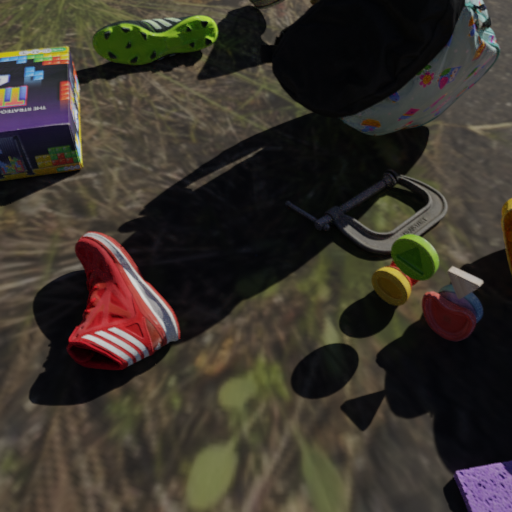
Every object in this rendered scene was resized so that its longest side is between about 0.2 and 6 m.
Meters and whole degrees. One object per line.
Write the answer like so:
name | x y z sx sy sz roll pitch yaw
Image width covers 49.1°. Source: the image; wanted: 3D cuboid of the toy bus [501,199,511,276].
toy bus | 4.630 -0.792 7.407 2.678 1.817 2.571 -13 33 23

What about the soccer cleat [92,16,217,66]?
soccer cleat | -2.216 -4.792 12.367 2.720 0.918 1.103 -12 29 -12

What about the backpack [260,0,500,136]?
backpack | 2.314 -3.399 9.114 3.762 3.139 2.381 -23 83 -55

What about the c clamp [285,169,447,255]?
c clamp | 1.840 -0.800 8.745 2.133 0.289 1.822 -27 52 -24

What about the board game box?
board game box | -4.977 -2.481 9.900 3.518 0.998 2.908 -10 45 -10

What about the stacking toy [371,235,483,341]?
stacking toy | 2.265 0.271 7.023 1.428 1.293 0.603 37 57 26

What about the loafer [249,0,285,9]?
loafer | 0.836 -6.968 13.089 3.276 1.030 1.178 -11 71 44

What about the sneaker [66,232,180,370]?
sneaker | -2.025 0.564 7.058 1.221 0.828 2.115 -32 52 -29

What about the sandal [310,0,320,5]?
sandal | 2.672 -6.448 13.729 3.094 1.243 0.836 -23 85 -36

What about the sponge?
sponge | 2.584 2.399 5.712 0.989 0.147 0.551 -8 47 -7
